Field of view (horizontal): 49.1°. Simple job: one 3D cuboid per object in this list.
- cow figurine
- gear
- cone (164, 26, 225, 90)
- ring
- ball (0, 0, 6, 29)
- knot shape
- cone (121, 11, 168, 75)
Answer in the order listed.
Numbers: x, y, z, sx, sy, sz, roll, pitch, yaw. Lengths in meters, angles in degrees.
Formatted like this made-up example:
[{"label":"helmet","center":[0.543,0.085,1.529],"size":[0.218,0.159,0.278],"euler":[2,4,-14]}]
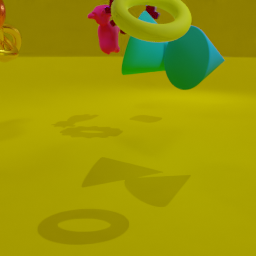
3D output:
[{"label":"cow figurine","center":[-0.768,-3.364,9.673],"size":[0.867,1.579,1.554],"euler":[-2,6,13]},{"label":"gear","center":[0.148,-3.695,8.453],"size":[1.695,1.695,0.314],"euler":[5,24,16]},{"label":"cone","center":[1.450,-1.276,5.223],"size":[1.103,1.099,1.099],"euler":[-7,17,-34]},{"label":"ring","center":[0.342,-1.665,4.083],"size":[1.184,0.237,1.184],"euler":[5,53,-6]},{"label":"ball","center":[-2.556,-2.005,4.719],"size":[0.920,0.920,0.920],"euler":[0,16,0]},{"label":"knot shape","center":[-3.627,-2.639,7.797],"size":[0.782,1.584,1.693],"euler":[-18,19,4]},{"label":"cone","center":[0.736,-1.475,5.698],"size":[1.339,1.334,1.334],"euler":[22,19,5]}]
